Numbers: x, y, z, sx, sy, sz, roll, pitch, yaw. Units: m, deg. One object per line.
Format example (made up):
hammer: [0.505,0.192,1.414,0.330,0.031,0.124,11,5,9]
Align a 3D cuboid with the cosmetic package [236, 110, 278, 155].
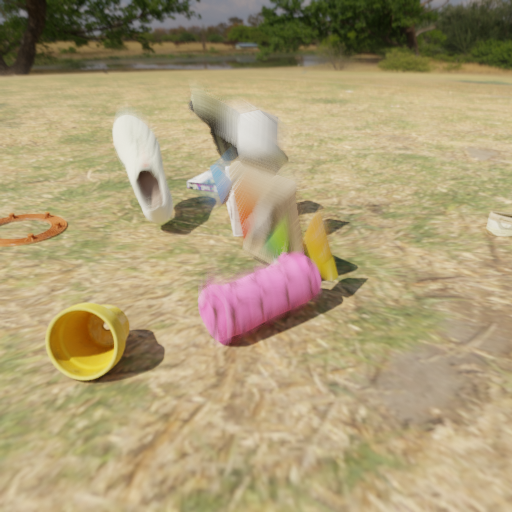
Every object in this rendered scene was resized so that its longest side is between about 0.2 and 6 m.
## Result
cosmetic package: [0.021,-2.354,10.765,0.574,0.696,0.574,1,-4,42]

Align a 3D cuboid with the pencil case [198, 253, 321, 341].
pencil case: [0.032,0.571,8.746,1.993,0.904,0.933,-20,64,-39]

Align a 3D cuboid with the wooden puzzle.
wooden puzzle: [0.175,-0.638,10.018,0.346,1.998,2.961,-29,31,-30]

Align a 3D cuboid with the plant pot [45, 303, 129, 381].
plant pot: [-2.233,1.091,7.785,1.008,1.008,0.948,3,9,7]

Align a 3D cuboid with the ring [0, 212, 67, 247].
ring: [-5.335,-0.659,12.695,1.984,0.190,1.984,0,23,0]

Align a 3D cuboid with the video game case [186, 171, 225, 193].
video game case: [-1.180,-2.116,15.980,1.141,0.225,1.259,10,25,21]

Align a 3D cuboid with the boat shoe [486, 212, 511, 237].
boat shoe: [5.999,-0.737,12.405,1.683,0.547,0.607,2,24,4]

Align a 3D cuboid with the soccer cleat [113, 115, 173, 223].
soccer cleat: [-2.506,-2.049,12.460,0.945,2.726,1.057,-21,-12,-5]

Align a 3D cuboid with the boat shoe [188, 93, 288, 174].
boat shoe: [-0.427,-2.484,12.289,2.878,0.946,1.028,28,2,-44]

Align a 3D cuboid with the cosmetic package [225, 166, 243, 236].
cosmetic package: [-0.373,-1.367,13.288,0.618,1.008,2.443,-2,23,-6]
